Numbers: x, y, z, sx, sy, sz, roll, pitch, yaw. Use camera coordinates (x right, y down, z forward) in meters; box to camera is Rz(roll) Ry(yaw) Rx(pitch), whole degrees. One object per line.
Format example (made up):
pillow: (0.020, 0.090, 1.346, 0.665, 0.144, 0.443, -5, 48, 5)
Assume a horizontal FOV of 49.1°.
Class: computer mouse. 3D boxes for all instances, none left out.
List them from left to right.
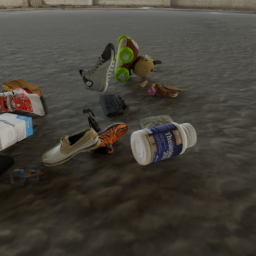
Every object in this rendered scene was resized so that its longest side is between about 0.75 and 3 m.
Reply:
computer mouse: (-1.337, -0.228, 10.514, 0.263, 1.142, 0.802, -32, 7, 12)

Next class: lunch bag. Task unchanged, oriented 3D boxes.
lunch bag: (1.052, -0.005, 10.170, 1.172, 0.689, 0.961, -1, 28, -12)

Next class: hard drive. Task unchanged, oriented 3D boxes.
hard drive: (-4.649, 1.148, 8.427, 1.925, 0.317, 1.344, 9, 30, 16)

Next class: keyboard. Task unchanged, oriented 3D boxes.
keyboard: (-0.653, -1.191, 12.632, 1.118, 0.426, 2.148, -7, 30, -11)

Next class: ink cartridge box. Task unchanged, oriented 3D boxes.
ink cartridge box: (-4.384, 0.134, 9.550, 1.192, 0.697, 2.056, 9, 20, 15)

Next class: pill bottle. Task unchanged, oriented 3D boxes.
pill bottle: (1.168, 0.431, 8.949, 1.959, 1.087, 1.087, -13, 31, -23)

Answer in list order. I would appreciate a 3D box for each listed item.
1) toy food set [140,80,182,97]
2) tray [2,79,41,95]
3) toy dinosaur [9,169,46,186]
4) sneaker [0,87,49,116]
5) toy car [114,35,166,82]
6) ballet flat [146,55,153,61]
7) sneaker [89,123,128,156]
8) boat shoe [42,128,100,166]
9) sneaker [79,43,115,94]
toy food set: (1.635, -1.867, 14.030, 1.982, 0.312, 1.260, 19, 33, 17)
tray: (-5.374, -1.983, 14.112, 1.032, 0.387, 2.092, -25, 36, -38)
toy dinosaur: (-2.969, 1.414, 8.110, 0.813, 0.470, 0.896, -2, -6, 14)
sneaker: (-4.483, -0.969, 11.713, 1.488, 0.927, 2.776, -21, 32, -32)
toy car: (0.732, -3.783, 15.870, 2.833, 2.235, 2.327, 7, 36, -10)
ballet flat: (1.247, -4.567, 18.649, 0.557, 0.559, 1.668, -10, 30, -18)
sneaker: (-0.588, 0.464, 9.480, 1.726, 0.670, 0.967, -26, 40, -21)
boat shoe: (-1.856, 0.536, 8.778, 1.902, 0.650, 0.711, -25, 39, -6)
sneaker: (-1.365, -2.522, 11.840, 1.322, 2.290, 0.859, 6, 32, -17)
